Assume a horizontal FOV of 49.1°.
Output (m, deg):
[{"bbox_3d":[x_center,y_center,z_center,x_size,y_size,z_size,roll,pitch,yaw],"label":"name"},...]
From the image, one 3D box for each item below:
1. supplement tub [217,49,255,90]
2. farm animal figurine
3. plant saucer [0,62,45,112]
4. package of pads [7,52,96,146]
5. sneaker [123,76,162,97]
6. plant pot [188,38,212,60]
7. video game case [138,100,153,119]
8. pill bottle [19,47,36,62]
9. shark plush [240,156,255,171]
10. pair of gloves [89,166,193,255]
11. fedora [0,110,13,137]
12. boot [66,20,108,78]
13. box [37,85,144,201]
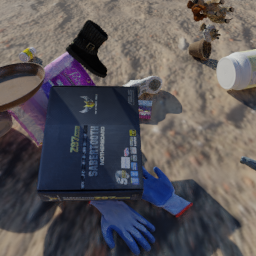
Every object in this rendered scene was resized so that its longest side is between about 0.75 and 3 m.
[{"bbox_3d":[4.319,-2.103,10.085,1.858,1.347,1.347,-11,41,-13],"label":"supplement tub"},{"bbox_3d":[2.122,-3.244,7.251,1.522,1.505,0.794,-56,38,-1],"label":"farm animal figurine"},{"bbox_3d":[-3.031,-0.982,6.909,2.119,0.340,2.119,-8,40,6],"label":"plant saucer"},{"bbox_3d":[-2.196,-0.939,8.395,1.061,1.690,2.805,-19,26,38],"label":"package of pads"},{"bbox_3d":[0.460,-1.531,9.986,1.678,0.654,0.834,-16,26,-30],"label":"sneaker"},{"bbox_3d":[3.078,-3.427,12.158,0.785,0.900,0.900,12,38,41],"label":"plant pot"},{"bbox_3d":[0.317,-0.637,9.243,0.940,0.168,0.852,4,39,6],"label":"video game case"},{"bbox_3d":[-4.313,-3.186,12.100,0.441,0.441,0.784,11,40,12],"label":"pill bottle"},{"bbox_3d":[3.960,1.097,6.478,2.499,1.041,1.135,30,48,31],"label":"shark plush"},{"bbox_3d":[0.228,1.719,6.358,2.267,0.258,1.822,-31,48,-33],"label":"pair of gloves"},{"bbox_3d":[-4.121,-0.164,7.824,2.074,1.834,0.937,-19,73,-21],"label":"fedora"},{"bbox_3d":[-0.760,-1.877,6.807,0.952,1.273,0.479,-42,35,20],"label":"boot"},{"bbox_3d":[-0.835,0.280,6.777,2.270,0.734,2.879,0,59,-3],"label":"box"}]
